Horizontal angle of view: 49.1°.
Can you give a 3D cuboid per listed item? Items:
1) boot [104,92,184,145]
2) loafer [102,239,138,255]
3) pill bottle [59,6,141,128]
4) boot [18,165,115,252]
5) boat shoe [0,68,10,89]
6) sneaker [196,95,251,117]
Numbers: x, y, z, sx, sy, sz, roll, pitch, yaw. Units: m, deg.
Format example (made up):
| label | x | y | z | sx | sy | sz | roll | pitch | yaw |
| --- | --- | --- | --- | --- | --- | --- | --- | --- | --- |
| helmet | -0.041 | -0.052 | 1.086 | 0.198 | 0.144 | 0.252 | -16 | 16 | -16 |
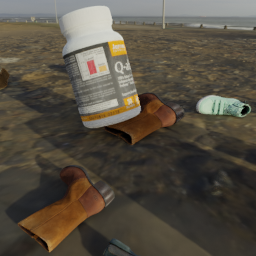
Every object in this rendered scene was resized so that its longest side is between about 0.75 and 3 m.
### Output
| label | x | y | z | sx | sy | sz | roll | pitch | yaw |
| --- | --- | --- | --- | --- | --- | --- | --- | --- | --- |
| boot | 0.212 | -0.257 | 7.677 | 2.008 | 0.688 | 1.890 | -26 | 40 | -31 |
| loafer | 0.085 | 1.681 | 3.300 | 1.007 | 0.362 | 0.317 | 13 | 46 | 43 |
| pill bottle | -0.716 | -1.452 | 6.953 | 1.551 | 2.666 | 1.551 | -14 | 11 | 3 |
| boot | -1.086 | 1.199 | 4.431 | 1.259 | 0.458 | 1.338 | 27 | 42 | 33 |
| boat shoe | -5.370 | -1.936 | 11.512 | 0.600 | 0.601 | 1.666 | -29 | 34 | 8 |
| sneaker | 2.833 | -0.621 | 8.228 | 1.506 | 0.554 | 0.888 | -4 | 17 | -15 |
